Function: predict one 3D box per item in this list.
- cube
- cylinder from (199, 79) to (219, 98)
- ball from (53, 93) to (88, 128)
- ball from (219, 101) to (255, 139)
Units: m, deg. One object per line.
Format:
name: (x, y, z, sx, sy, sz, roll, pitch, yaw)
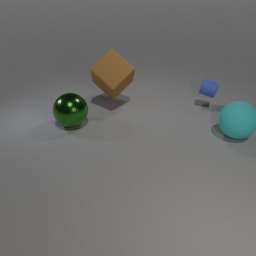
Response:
cube: (-0.691, -2.376, 12.575, 1.400, 1.400, 1.400, 43, 79, 6)
cylinder: (3.682, -1.800, 12.752, 0.700, 0.700, 0.700, 22, 33, 8)
ball: (-2.312, -0.715, 11.280, 1.400, 1.400, 1.400, 0, 29, 0)
ball: (4.110, -0.295, 10.426, 1.400, 1.400, 1.400, 0, 29, 0)
